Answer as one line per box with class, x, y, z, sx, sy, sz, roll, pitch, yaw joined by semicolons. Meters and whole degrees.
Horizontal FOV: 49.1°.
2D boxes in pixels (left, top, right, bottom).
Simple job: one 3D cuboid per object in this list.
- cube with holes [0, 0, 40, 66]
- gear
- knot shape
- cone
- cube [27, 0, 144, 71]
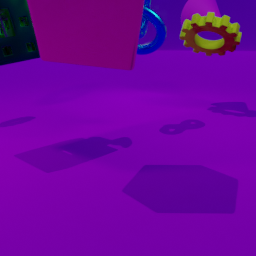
cube with holes;-2.603;-1.784;5.108;1.322;1.322;1.322;6;24;44
gear;2.594;-2.912;8.879;1.831;0.339;1.831;16;-13;4
knot shape;0.307;-2.592;6.999;0.791;1.601;1.711;11;51;47
cone;2.760;-3.578;9.318;1.432;1.432;1.438;-9;44;-27
cube;-0.444;-1.647;3.512;1.243;1.243;1.243;6;58;-2
